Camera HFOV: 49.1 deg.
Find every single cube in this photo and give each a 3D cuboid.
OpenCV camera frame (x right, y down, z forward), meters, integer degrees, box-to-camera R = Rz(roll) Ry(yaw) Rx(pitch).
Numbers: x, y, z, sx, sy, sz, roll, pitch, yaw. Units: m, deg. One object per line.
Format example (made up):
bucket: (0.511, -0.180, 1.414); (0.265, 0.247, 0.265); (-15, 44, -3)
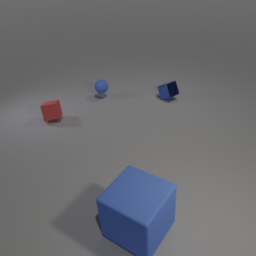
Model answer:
cube: (0.248, 2.043, 6.902); (1.400, 1.400, 1.400); (19, 41, 30)
cube: (2.029, -1.898, 14.082); (0.700, 0.700, 0.700); (-26, 13, -31)
cube: (-3.323, -0.775, 12.210); (0.700, 0.700, 0.700); (-10, 19, 0)

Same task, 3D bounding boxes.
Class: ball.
ball: (-1.334, -2.080, 14.028); (0.700, 0.700, 0.700); (0, 31, 0)
